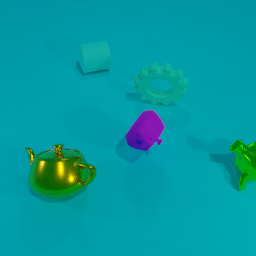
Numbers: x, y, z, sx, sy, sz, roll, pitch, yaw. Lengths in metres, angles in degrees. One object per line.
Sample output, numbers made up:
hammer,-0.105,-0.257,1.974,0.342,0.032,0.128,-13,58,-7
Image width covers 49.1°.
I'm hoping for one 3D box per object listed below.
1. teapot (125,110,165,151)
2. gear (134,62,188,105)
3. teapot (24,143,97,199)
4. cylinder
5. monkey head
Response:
teapot,0.423,0.094,6.002,0.720,0.914,1.470,36,14,-2
gear,0.848,-1.119,7.327,1.368,1.368,0.253,7,57,7
teapot,-1.414,0.782,5.608,1.961,0.960,1.220,6,12,32
cylinder,-1.050,-2.229,8.783,0.856,0.856,0.856,-13,47,-15
monkey head,2.580,0.650,5.795,0.932,1.296,0.781,28,20,-35
